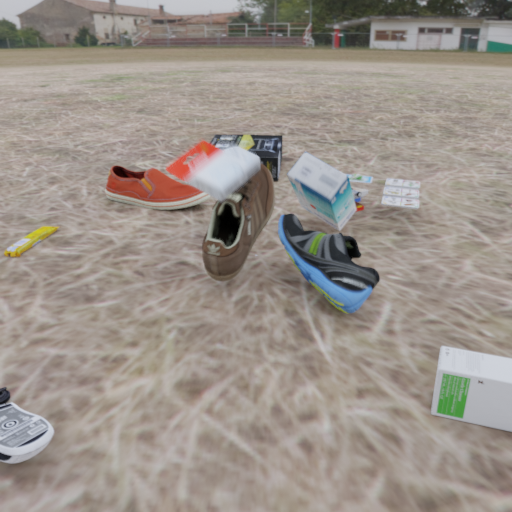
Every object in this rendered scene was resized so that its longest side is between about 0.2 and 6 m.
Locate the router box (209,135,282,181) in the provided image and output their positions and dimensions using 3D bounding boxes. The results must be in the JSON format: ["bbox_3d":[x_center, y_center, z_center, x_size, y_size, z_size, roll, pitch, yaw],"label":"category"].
[{"bbox_3d":[-0.359,-3.095,17.365,2.271,0.754,2.889,2,25,5],"label":"router box"}]

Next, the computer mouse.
[{"bbox_3d":[-3.071,2.070,6.652,1.788,0.392,0.980,12,22,38],"label":"computer mouse"}]

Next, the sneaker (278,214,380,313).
[{"bbox_3d":[1.250,-0.005,9.987,1.067,0.913,2.575,-39,44,-3],"label":"sneaker"}]

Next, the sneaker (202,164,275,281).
[{"bbox_3d":[-0.262,-0.870,10.316,0.966,1.036,2.742,10,57,10],"label":"sneaker"}]

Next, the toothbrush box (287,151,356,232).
[{"bbox_3d":[1.471,-1.389,12.319,1.190,1.626,0.693,36,83,24],"label":"toothbrush box"}]

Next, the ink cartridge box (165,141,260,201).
[{"bbox_3d":[-0.732,-1.532,9.329,1.267,0.299,1.014,31,56,23],"label":"ink cartridge box"}]

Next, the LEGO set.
[{"bbox_3d":[2.666,-1.478,14.006,2.693,0.661,2.012,8,27,13],"label":"LEGO set"}]

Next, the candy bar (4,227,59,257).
[{"bbox_3d":[-4.835,-0.357,12.122,0.405,0.180,1.624,2,25,14],"label":"candy bar"}]

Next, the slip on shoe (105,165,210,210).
[{"bbox_3d":[-2.578,-1.772,14.360,2.925,0.895,1.083,11,25,19],"label":"slip on shoe"}]

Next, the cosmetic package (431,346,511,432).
[{"bbox_3d":[2.973,1.687,7.003,1.402,0.754,0.595,8,25,19],"label":"cosmetic package"}]
